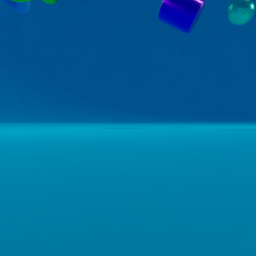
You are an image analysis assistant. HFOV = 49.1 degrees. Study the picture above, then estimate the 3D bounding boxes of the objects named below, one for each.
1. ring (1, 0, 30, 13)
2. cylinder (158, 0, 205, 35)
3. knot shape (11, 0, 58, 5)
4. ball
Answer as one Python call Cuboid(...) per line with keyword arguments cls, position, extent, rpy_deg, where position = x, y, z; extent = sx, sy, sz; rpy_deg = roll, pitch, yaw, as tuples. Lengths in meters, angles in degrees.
Cuboid(cls="ring", position=(-3.095, -3.484, 6.960), extent=(1.478, 0.296, 1.478), rpy_deg=(35, -9, 7))
Cuboid(cls="cylinder", position=(1.428, -3.135, 7.482), extent=(0.928, 0.928, 0.928), rpy_deg=(31, 6, 8))
Cuboid(cls="knot shape", position=(-2.190, -3.128, 5.476), extent=(1.807, 0.892, 1.931), rpy_deg=(17, 30, -18))
Cuboid(cls="ball", position=(3.703, -3.842, 9.188), extent=(0.883, 0.883, 0.883), rpy_deg=(0, 1, 0))
